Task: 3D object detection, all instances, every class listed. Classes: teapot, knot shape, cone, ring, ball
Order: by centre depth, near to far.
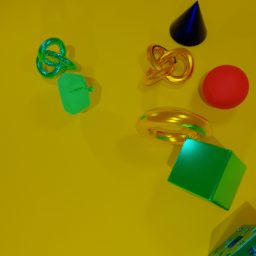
[{"bbox_3d":[1.178,0.034,7.264,1.995,1.995,0.399,8,72,3],"label":"ring"},{"bbox_3d":[2.656,-1.111,7.652,1.214,1.214,1.214,0,70,0],"label":"ball"},{"bbox_3d":[-1.411,-0.962,7.699,0.913,1.864,1.159,-15,88,-13],"label":"teapot"},{"bbox_3d":[1.039,-1.829,8.489,1.553,0.767,1.660,-43,59,-14],"label":"knot shape"},{"bbox_3d":[-2.129,-2.031,8.510,1.253,1.339,0.619,19,48,-20],"label":"knot shape"},{"bbox_3d":[2.042,-3.516,8.865,1.275,1.280,1.275,0,67,-1],"label":"cone"}]

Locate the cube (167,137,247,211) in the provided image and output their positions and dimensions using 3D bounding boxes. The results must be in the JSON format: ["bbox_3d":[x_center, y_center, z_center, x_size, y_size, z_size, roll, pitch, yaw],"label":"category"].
[{"bbox_3d":[1.824,1.048,6.432,1.148,1.148,1.148,19,79,44],"label":"cube"}]

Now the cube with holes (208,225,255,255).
[{"bbox_3d":[2.926,3.199,6.510,1.299,1.299,1.299,-35,74,-12],"label":"cube with holes"}]
